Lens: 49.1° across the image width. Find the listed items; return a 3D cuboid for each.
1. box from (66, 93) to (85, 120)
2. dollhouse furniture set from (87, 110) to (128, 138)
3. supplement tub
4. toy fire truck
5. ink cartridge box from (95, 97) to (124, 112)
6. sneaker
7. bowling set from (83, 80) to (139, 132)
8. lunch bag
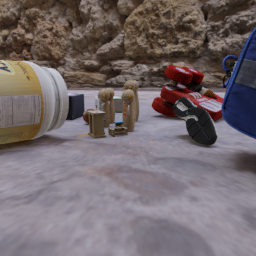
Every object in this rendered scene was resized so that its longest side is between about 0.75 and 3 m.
[{"bbox_3d":[-2.197,-0.733,9.122,1.281,0.796,1.291,3,10,7],"label":"box"},{"bbox_3d":[-0.462,-0.112,6.154,0.763,0.537,0.534,-5,11,-23],"label":"dollhouse furniture set"},{"bbox_3d":[-2.397,-0.480,5.255,1.580,1.580,2.188,9,13,42],"label":"supplement tub"},{"bbox_3d":[2.295,-0.971,9.402,2.282,1.524,2.717,33,25,26],"label":"toy fire truck"},{"bbox_3d":[-0.754,-0.932,10.941,0.951,0.573,1.309,-2,11,-14],"label":"ink cartridge box"},{"bbox_3d":[1.553,-0.063,5.699,0.839,0.550,1.457,28,22,-31],"label":"sneaker"},{"bbox_3d":[-0.468,-0.665,7.441,1.555,1.200,2.235,1,9,2],"label":"bowling set"},{"bbox_3d":[2.430,-0.487,3.712,2.401,1.631,1.588,23,15,21],"label":"lunch bag"}]
